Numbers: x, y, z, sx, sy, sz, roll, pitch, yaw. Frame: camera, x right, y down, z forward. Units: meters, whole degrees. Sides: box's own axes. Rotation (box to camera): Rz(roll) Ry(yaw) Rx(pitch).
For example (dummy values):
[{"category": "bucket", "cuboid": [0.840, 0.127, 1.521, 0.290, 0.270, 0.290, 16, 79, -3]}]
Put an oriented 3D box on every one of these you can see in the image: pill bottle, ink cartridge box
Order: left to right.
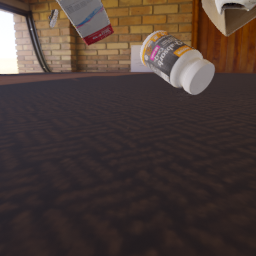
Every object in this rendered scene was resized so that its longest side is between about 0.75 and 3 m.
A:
[{"category": "ink cartridge box", "cuboid": [-1.252, -3.413, 7.156, 0.917, 1.614, 2.215, -24, -12, 5]}, {"category": "pill bottle", "cuboid": [0.885, -1.199, 5.136, 0.756, 0.756, 1.299, -12, 43, -40]}]

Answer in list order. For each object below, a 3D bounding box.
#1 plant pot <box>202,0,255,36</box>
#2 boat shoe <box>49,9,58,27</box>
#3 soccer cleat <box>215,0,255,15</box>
[{"category": "plant pot", "cuboid": [2.445, -3.271, 6.717, 1.305, 1.306, 1.156, -34, 50, -2]}, {"category": "boat shoe", "cuboid": [-3.101, -4.493, 11.453, 0.281, 0.830, 0.298, 9, -14, 5]}, {"category": "soccer cleat", "cuboid": [2.238, -2.328, 4.817, 1.423, 0.552, 0.493, -3, -5, 27]}]
